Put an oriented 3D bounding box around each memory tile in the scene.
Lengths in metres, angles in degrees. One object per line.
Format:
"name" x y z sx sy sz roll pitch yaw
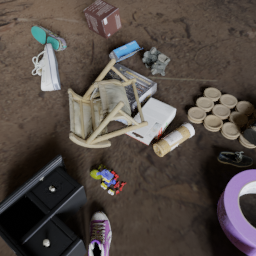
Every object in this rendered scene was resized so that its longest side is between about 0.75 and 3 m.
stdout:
"memory tile" 4.191 -0.500 11.611 2.999 0.252 2.298 28 56 21

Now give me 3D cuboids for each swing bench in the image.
"swing bench" -0.903 -0.811 10.781 2.554 1.657 2.540 -30 48 23

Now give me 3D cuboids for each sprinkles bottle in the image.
"sprinkles bottle" 1.741 0.428 10.618 1.698 0.579 0.579 -31 57 -23

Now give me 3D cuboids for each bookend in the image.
"bookend" -2.075 2.719 8.260 2.790 1.285 2.773 34 58 25

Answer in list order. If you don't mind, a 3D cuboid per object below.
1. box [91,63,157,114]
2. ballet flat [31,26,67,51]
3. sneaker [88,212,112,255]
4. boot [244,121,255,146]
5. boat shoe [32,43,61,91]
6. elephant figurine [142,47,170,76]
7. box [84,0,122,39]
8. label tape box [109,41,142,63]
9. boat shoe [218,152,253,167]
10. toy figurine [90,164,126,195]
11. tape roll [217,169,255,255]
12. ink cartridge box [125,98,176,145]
"box" -0.185 -1.807 12.481 2.325 0.562 1.841 32 57 24
"ballet flat" -4.126 -4.727 14.884 2.429 0.874 0.874 36 59 26
"sneaker" -0.817 3.151 8.069 0.663 1.043 1.829 -6 49 -3
"boot" 5.903 0.273 10.423 2.623 0.960 1.975 33 59 22
"boat shoe" -3.934 -2.822 13.140 1.209 1.047 2.835 -12 61 -6
"elephant figurine" 1.437 -2.948 13.170 1.232 1.124 1.588 -32 51 0
"box" -1.367 -5.980 15.377 1.530 1.269 1.256 37 70 26
"label tape box" -0.133 -3.637 13.292 1.190 1.651 0.522 -27 100 -12
"boat shoe" 3.928 1.091 10.192 1.253 0.387 0.469 11 51 9
"toy figurine" -0.710 1.564 9.541 1.323 0.793 0.698 36 59 25
"tape roll" 4.189 2.612 8.629 2.630 0.863 2.630 0 51 0
"ink cartridge box" 0.869 -0.177 11.152 1.195 0.552 2.193 27 56 21
